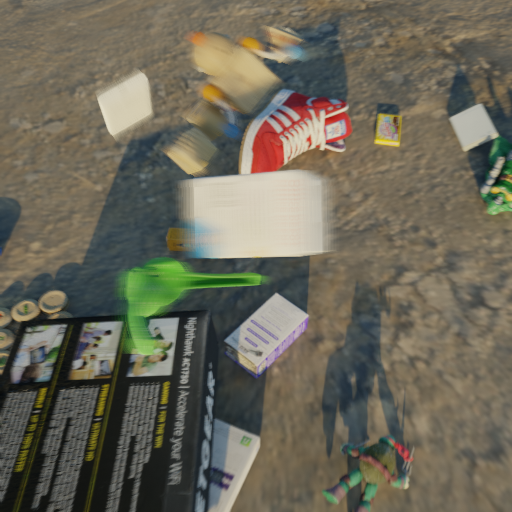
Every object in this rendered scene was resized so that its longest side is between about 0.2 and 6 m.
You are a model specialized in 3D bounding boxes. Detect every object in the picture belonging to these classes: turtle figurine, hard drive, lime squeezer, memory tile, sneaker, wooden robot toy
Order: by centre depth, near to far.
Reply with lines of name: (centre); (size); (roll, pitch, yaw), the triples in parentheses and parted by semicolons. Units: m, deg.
lime squeezer: (-0.838, 0.415, 5.404); (0.982, 0.524, 2.780); (29, 14, 11)
turtle figurine: (1.553, 2.877, 7.594); (1.011, 0.680, 1.351); (32, 61, 25)
wooden robot toy: (-0.568, -2.711, 8.464); (2.858, 1.297, 1.259); (-52, 24, -4)
hard drive: (-2.046, -2.370, 8.842); (0.789, 1.196, 0.157); (-33, 87, -11)
memory tile: (-3.698, 1.439, 9.183); (1.460, 0.160, 1.905); (-15, 49, -13)
sneaker: (0.941, -2.504, 12.039); (1.882, 1.192, 3.347); (13, 47, 16)
hard drive: (4.998, -2.976, 12.924); (0.760, 0.151, 1.153); (-24, 43, 22)

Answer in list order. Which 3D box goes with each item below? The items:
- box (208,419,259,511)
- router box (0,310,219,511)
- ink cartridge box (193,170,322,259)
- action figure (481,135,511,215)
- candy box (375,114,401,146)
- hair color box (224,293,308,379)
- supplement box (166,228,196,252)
box: (-1.068, 3.125, 7.519); (1.535, 0.387, 2.127); (18, 49, 18)
router box: (-2.061, 2.536, 7.171); (2.918, 0.999, 3.912); (-4, 45, 5)
ink cartridge box: (0.049, -0.450, 6.515); (1.268, 0.926, 0.930); (-1, 91, 21)
action figure: (5.347, -1.655, 11.681); (1.455, 0.674, 2.463); (28, 57, 19)
candy box: (3.104, -2.965, 13.155); (0.550, 0.142, 1.075); (7, 48, 10)
hair color box: (0.175, 1.282, 9.152); (0.716, 0.424, 1.310); (34, 54, 26)
supplement box: (-1.153, -0.298, 10.619); (1.047, 0.348, 0.360); (1, 48, 0)
